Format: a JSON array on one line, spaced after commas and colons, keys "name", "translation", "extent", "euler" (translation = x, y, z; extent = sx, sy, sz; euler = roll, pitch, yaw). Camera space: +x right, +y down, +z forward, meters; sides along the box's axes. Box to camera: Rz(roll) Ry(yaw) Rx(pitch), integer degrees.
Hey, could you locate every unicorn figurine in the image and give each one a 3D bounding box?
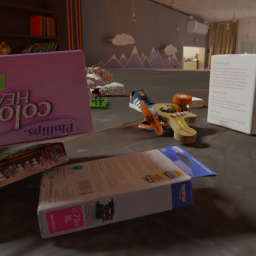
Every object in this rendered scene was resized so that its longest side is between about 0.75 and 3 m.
[{"name": "unicorn figurine", "translation": [-1.306, -1.578, 9.076], "extent": [1.491, 0.801, 2.170], "euler": [2, 11, -45]}]

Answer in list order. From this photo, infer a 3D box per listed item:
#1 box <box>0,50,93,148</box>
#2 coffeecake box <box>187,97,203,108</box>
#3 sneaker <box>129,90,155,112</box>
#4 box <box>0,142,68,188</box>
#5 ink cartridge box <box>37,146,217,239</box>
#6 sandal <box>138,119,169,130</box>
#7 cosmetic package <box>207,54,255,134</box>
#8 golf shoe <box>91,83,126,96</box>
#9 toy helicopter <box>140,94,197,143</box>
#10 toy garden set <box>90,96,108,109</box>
[{"name": "box", "translation": [-2.108, -0.570, 5.111], "extent": [2.361, 1.298, 2.685], "euler": [-9, 13, -17]}, {"name": "coffeecake box", "translation": [2.904, -1.192, 12.895], "extent": [0.722, 0.344, 0.941], "euler": [-4, 15, -14]}, {"name": "sneaker", "translation": [0.635, -1.180, 11.894], "extent": [0.738, 0.832, 1.969], "euler": [-8, 17, -30]}, {"name": "box", "translation": [-2.101, 0.685, 4.570], "extent": [1.887, 0.376, 1.292], "euler": [-20, 7, -34]}, {"name": "ink cartridge box", "translation": [-0.076, 0.848, 4.308], "extent": [2.438, 0.512, 1.455], "euler": [-11, 14, -12]}, {"name": "sandal", "translation": [0.887, -0.244, 9.151], "extent": [1.394, 0.399, 0.534], "euler": [-13, 19, -41]}, {"name": "cosmetic package", "translation": [3.946, -1.183, 8.976], "extent": [1.906, 2.291, 1.917], "euler": [-7, 16, -25]}, {"name": "golf shoe", "translation": [-1.152, -2.123, 16.056], "extent": [2.075, 0.781, 0.950], "euler": [3, 35, 9]}, {"name": "toy helicopter", "translation": [1.276, -0.241, 8.225], "extent": [1.656, 0.988, 2.504], "euler": [2, 24, -8]}, {"name": "toy garden set", "translation": [-1.751, -1.235, 13.013], "extent": [1.537, 0.368, 1.843], "euler": [0, 15, 0]}]
